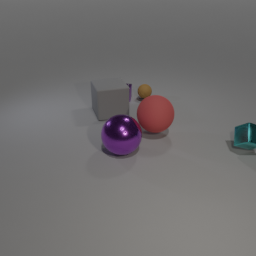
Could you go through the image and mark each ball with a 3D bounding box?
[{"bbox_3d":[1.024,-0.524,10.443,1.400,1.400,1.400,0,29,0],"label":"ball"},{"bbox_3d":[0.816,-1.798,13.697,0.700,0.700,0.700,0,29,0],"label":"ball"},{"bbox_3d":[-0.220,0.232,9.561,1.400,1.400,1.400,0,29,0],"label":"ball"}]

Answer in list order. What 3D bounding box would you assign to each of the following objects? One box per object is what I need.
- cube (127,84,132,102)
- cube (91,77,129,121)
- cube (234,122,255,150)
[{"bbox_3d":[-0.189,-1.776,13.946,0.700,0.700,0.700,4,29,6],"label":"cube"},{"bbox_3d":[-0.799,-1.304,12.349,1.400,1.400,1.400,-9,30,-15],"label":"cube"},{"bbox_3d":[4.119,0.288,9.503,0.700,0.700,0.700,14,-17,-18],"label":"cube"}]
